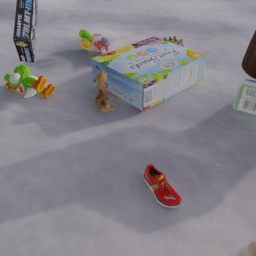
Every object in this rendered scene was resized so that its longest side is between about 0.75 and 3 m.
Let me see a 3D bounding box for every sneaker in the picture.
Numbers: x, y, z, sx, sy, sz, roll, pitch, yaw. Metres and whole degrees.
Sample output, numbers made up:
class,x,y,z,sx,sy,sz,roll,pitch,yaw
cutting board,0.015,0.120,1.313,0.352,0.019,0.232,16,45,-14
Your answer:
class,x,y,z,sx,sy,sz,roll,pitch,yaw
sneaker,0.684,1.189,5.841,0.435,0.479,1.129,-23,44,-26

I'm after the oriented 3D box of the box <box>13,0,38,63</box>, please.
class,x,y,z,sx,sy,sz,roll,pitch,yaw
box,-2.341,-2.522,6.502,0.402,1.616,1.604,3,-3,-15

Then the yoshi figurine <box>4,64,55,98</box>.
class,x,y,z,sx,sy,sz,roll,pitch,yaw
yoshi figurine,-3.211,-1.613,9.091,1.768,0.994,0.990,17,26,24

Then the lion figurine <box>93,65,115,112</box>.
class,x,y,z,sx,sy,sz,roll,pitch,yaw
lion figurine,-0.777,-1.183,8.298,0.527,1.454,0.890,-12,8,-11

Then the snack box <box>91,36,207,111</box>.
class,x,y,z,sx,sy,sz,roll,pitch,yaw
snack box,0.707,-1.967,9.373,2.978,1.008,2.512,-29,46,-30

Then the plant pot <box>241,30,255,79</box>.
class,x,y,z,sx,sy,sz,roll,pitch,yaw
plant pot,4.008,-2.395,6.746,2.004,2.144,2.004,-2,38,1

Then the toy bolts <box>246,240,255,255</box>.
class,x,y,z,sx,sy,sz,roll,pitch,yaw
toy bolts,2.864,1.814,4.383,1.728,1.650,1.198,-2,28,-33

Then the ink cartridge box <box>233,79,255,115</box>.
class,x,y,z,sx,sy,sz,roll,pitch,yaw
ink cartridge box,4.061,-0.746,7.342,2.131,0.702,2.929,18,23,22

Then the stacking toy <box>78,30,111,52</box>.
class,x,y,z,sx,sy,sz,roll,pitch,yaw
stacking toy,-1.352,-3.689,11.387,1.289,1.166,0.544,15,72,12

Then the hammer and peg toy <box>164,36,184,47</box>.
class,x,y,z,sx,sy,sz,roll,pitch,yaw
hammer and peg toy,2.037,-3.745,12.170,0.917,0.323,0.674,-10,40,-12

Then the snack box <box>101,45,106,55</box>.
class,x,y,z,sx,sy,sz,roll,pitch,yaw
snack box,-0.965,-2.908,11.020,0.143,0.448,0.772,-6,38,-8
